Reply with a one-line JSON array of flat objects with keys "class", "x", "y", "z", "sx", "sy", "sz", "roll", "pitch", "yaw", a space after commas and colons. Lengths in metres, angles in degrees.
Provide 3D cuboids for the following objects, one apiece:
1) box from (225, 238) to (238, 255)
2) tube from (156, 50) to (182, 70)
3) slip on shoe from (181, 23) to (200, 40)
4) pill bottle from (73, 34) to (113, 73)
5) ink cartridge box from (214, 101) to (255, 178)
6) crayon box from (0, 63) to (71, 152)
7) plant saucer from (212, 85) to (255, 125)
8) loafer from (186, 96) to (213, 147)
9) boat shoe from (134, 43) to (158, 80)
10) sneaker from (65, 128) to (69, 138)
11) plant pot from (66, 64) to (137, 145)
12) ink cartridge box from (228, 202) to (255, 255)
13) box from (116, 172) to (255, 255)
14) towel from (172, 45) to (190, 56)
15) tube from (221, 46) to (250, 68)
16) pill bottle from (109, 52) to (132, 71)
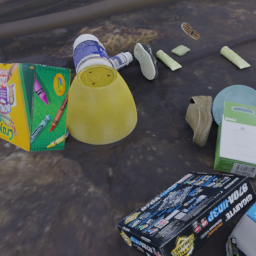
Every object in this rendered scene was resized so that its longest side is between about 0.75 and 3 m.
[{"class": "box", "x": 2.569, "y": 3.216, "z": 6.855, "sx": 0.152, "sy": 0.483, "sz": 0.878, "roll": 5, "pitch": 45, "yaw": 5}, {"class": "tube", "x": 1.893, "y": -3.192, "z": 13.321, "sx": 0.414, "sy": 0.371, "sz": 1.427, "roll": -50, "pitch": 55, "yaw": 13}, {"class": "slip on shoe", "x": 2.530, "y": -3.951, "z": 11.511, "sx": 0.918, "sy": 0.278, "sz": 0.349, "roll": 31, "pitch": 85, "yaw": -16}, {"class": "pill bottle", "x": -1.598, "y": -2.923, "z": 12.197, "sx": 1.517, "sy": 1.517, "sz": 2.622, "roll": -11, "pitch": 46, "yaw": -10}, {"class": "ink cartridge box", "x": 3.744, "y": 0.316, "z": 9.427, "sx": 1.341, "sy": 0.766, "sz": 2.582, "roll": 11, "pitch": 50, "yaw": 10}, {"class": "crayon box", "x": -2.190, "y": -0.522, "z": 5.691, "sx": 2.504, "sy": 1.487, "sz": 0.729, "roll": 13, "pitch": 10, "yaw": 44}, {"class": "plant saucer", "x": 4.050, "y": -0.643, "z": 10.334, "sx": 1.857, "sy": 0.357, "sz": 1.857, "roll": -1, "pitch": 81, "yaw": 9}, {"class": "loafer", "x": 2.509, "y": -0.305, "z": 10.065, "sx": 0.879, "sy": 0.991, "sz": 2.606, "roll": 10, "pitch": 36, "yaw": 11}, {"class": "boat shoe", "x": 0.978, "y": -3.091, "z": 12.872, "sx": 0.802, "sy": 0.851, "sz": 2.371, "roll": 4, "pitch": 45, "yaw": -25}, {"class": "sneaker", "x": -3.341, "y": -0.176, "z": 9.834, "sx": 2.515, "sy": 1.005, "sz": 0.898, "roll": 11, "pitch": 46, "yaw": 11}, {"class": "plant pot", "x": -1.029, "y": -1.065, "z": 10.048, "sx": 2.760, "sy": 1.959, "sz": 2.760, "roll": 0, "pitch": 46, "yaw": 0}, {"class": "ink cartridge box", "x": 4.076, "y": 2.250, "z": 6.766, "sx": 2.430, "sy": 1.758, "sz": 1.789, "roll": -34, "pitch": 55, "yaw": -23}, {"class": "box", "x": 1.360, "y": 2.069, "z": 6.924, "sx": 2.807, "sy": 2.231, "sz": 0.646, "roll": -29, "pitch": 96, "yaw": -26}, {"class": "towel", "x": 2.662, "y": -3.921, "z": 14.141, "sx": 0.848, "sy": 0.155, "sz": 0.629, "roll": -35, "pitch": 54, "yaw": -29}, {"class": "tube", "x": 5.101, "y": -3.345, "z": 13.450, "sx": 0.458, "sy": 0.410, "sz": 1.578, "roll": -44, "pitch": 54, "yaw": 12}, {"class": "pill bottle", "x": -0.381, "y": -3.073, "z": 12.954, "sx": 1.179, "sy": 0.655, "sz": 0.655, "roll": -33, "pitch": 54, "yaw": -29}]
